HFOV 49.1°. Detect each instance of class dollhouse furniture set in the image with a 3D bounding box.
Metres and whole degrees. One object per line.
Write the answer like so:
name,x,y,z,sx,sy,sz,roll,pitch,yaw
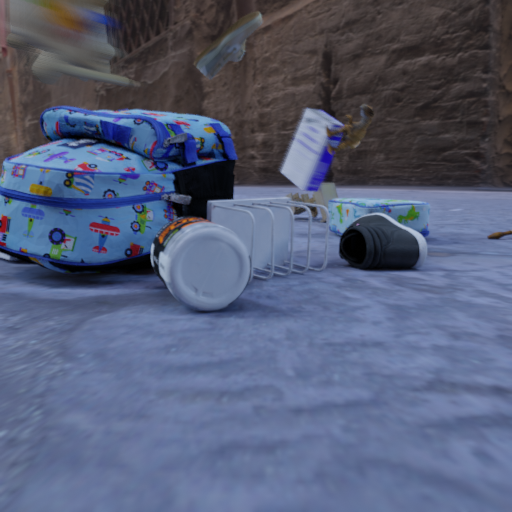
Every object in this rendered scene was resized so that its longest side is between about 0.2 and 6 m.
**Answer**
dollhouse furniture set,1.695,-1.390,17.003,1.486,1.126,1.695,-7,-10,-39

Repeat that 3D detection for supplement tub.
supplement tub,-0.738,0.036,6.826,0.989,0.989,1.614,-3,9,-18

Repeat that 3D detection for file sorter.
file sorter,0.187,-0.245,8.332,1.607,1.115,1.001,-8,15,-40

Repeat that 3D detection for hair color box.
hair color box,1.332,-2.500,13.285,0.555,1.712,0.936,-4,37,-38

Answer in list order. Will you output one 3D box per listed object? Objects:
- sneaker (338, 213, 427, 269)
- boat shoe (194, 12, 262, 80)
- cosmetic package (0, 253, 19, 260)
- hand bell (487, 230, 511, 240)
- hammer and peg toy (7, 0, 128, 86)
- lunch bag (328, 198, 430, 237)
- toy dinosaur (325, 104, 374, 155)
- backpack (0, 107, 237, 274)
sneaker,1.803,-0.306,9.526,1.122,0.800,2.262,2,12,-18
boat shoe,-0.468,-4.091,10.958,1.686,0.548,0.608,-30,30,30
cosmetic package,-4.285,-0.249,9.964,1.335,0.542,0.753,10,8,43
hand bell,5.658,-0.512,12.529,0.982,0.511,0.511,-13,10,-4
hammer and peg toy,-2.611,-2.977,7.616,0.711,2.016,1.483,-27,-26,33
lunch bag,2.744,-0.849,12.620,1.802,0.924,2.242,-4,10,-16
toy dinosaur,2.124,-2.634,12.605,1.127,0.641,2.121,-11,-11,-6
backpack,-2.412,-1.085,8.928,3.246,2.392,3.556,16,20,33
